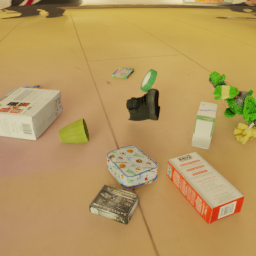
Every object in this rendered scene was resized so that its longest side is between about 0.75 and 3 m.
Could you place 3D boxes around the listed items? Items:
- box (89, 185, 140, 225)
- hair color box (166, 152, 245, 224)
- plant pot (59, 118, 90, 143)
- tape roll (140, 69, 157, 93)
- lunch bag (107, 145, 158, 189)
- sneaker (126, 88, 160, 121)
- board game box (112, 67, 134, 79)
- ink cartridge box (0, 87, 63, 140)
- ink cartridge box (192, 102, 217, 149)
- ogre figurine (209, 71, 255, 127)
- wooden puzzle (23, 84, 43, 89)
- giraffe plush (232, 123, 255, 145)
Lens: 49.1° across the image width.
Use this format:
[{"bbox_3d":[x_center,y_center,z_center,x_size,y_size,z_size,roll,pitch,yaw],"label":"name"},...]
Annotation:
[{"bbox_3d":[-0.348,2.032,7.541,1.112,0.269,0.881,12,33,20],"label":"box"},{"bbox_3d":[2.084,1.590,7.913,1.074,0.648,2.115,-13,34,-20],"label":"hair color box"},{"bbox_3d":[-1.983,0.189,10.188,0.963,0.901,0.901,-14,31,1],"label":"plant pot"},{"bbox_3d":[0.747,-1.715,10.149,0.208,0.867,0.867,26,27,-15],"label":"tape roll"},{"bbox_3d":[0.152,1.178,8.671,1.297,0.612,1.619,-14,33,-26],"label":"lunch bag"},{"bbox_3d":[0.485,-0.796,10.385,1.318,2.527,0.759,11,74,13],"label":"sneaker"},{"bbox_3d":[-0.274,-3.250,16.477,0.923,0.200,1.372,10,32,15],"label":"board game box"},{"bbox_3d":[-4.166,-0.680,11.333,2.168,1.035,2.469,7,31,11],"label":"ink cartridge box"},{"bbox_3d":[2.836,-0.133,10.328,0.652,1.124,1.553,11,32,16],"label":"ink cartridge box"},{"bbox_3d":[4.440,-0.995,11.131,2.868,1.407,1.720,29,6,24],"label":"ogre figurine"},{"bbox_3d":[-4.862,-1.934,14.189,1.118,0.279,1.207,-14,34,-21],"label":"wooden puzzle"},{"bbox_3d":[4.465,0.175,10.291,0.754,0.930,0.803,9,55,-34],"label":"giraffe plush"}]
